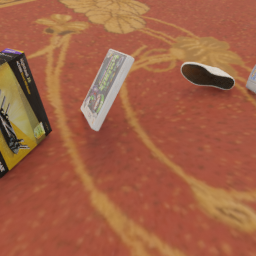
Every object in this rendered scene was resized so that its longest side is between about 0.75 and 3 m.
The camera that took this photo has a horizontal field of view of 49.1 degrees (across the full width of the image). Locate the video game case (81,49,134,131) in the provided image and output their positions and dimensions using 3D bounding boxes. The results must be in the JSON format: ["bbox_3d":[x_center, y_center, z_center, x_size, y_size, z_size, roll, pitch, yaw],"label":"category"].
[{"bbox_3d":[-0.568,-0.981,6.668,0.206,1.766,1.605,23,11,-25],"label":"video game case"}]

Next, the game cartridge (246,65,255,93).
[{"bbox_3d":[3.789,-1.520,7.856,0.231,1.113,0.741,12,24,-26],"label":"game cartridge"}]

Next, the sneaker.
[{"bbox_3d":[2.291,-1.555,8.266,1.598,0.582,0.676,19,27,-4],"label":"sneaker"}]

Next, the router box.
[{"bbox_3d":[-2.558,-0.287,5.748,0.554,2.122,1.668,17,46,25],"label":"router box"}]
